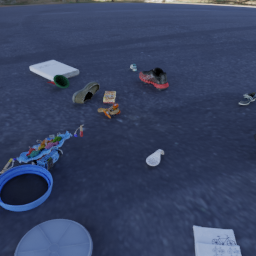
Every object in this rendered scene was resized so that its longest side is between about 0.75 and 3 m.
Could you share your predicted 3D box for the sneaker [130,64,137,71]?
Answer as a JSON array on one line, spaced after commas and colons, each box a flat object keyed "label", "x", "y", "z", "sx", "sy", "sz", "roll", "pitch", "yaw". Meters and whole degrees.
[{"label": "sneaker", "x": 0.387, "y": -3.964, "z": 17.995, "sx": 0.340, "sy": 0.379, "sz": 0.877, "roll": -8, "pitch": 32, "yaw": -14}]

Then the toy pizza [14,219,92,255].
[{"label": "toy pizza", "x": -1.747, "y": 2.935, "z": 6.657, "sx": 1.800, "sy": 0.285, "sz": 1.800, "roll": 1, "pitch": 31, "yaw": -1}]

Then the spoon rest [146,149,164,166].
[{"label": "spoon rest", "x": 0.986, "y": 1.019, "z": 9.834, "sx": 0.471, "sy": 0.287, "sz": 0.948, "roll": 18, "pitch": 34, "yaw": 26}]

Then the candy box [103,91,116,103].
[{"label": "candy box", "x": -0.921, "y": -1.558, "z": 14.115, "sx": 0.547, "sy": 0.262, "sz": 0.948, "roll": 2, "pitch": 30, "yaw": 1}]

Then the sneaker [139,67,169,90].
[{"label": "sneaker", "x": 1.417, "y": -2.936, "z": 15.622, "sx": 0.790, "sy": 1.092, "sz": 2.236, "roll": -22, "pitch": 36, "yaw": -28}]

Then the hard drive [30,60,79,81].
[{"label": "hard drive", "x": -4.585, "y": -3.584, "z": 17.380, "sx": 2.743, "sy": 0.366, "sz": 1.810, "roll": 27, "pitch": 40, "yaw": 37}]

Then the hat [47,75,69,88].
[{"label": "hat", "x": -3.879, "y": -2.360, "z": 15.607, "sx": 0.911, "sy": 0.968, "sz": 1.099, "roll": 5, "pitch": 54, "yaw": -35}]

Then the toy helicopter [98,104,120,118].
[{"label": "toy helicopter", "x": -0.936, "y": -0.762, "z": 12.797, "sx": 1.090, "sy": 0.430, "sz": 0.721, "roll": 5, "pitch": 39, "yaw": 29}]

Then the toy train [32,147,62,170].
[{"label": "toy train", "x": -2.761, "y": 1.014, "z": 9.670, "sx": 0.670, "sy": 0.508, "sz": 1.172, "roll": 21, "pitch": 32, "yaw": 17}]

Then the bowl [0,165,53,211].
[{"label": "bowl", "x": -3.117, "y": 1.779, "z": 8.403, "sx": 1.668, "sy": 0.327, "sz": 1.668, "roll": 3, "pitch": 35, "yaw": -2}]

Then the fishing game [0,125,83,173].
[{"label": "fishing game", "x": -2.817, "y": 0.542, "z": 9.397, "sx": 2.825, "sy": 0.439, "sz": 2.023, "roll": -25, "pitch": 15, "yaw": -3}]

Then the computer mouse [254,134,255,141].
[{"label": "computer mouse", "x": 5.831, "y": 0.716, "z": 10.162, "sx": 2.405, "sy": 0.553, "sz": 1.688, "roll": -4, "pitch": 31, "yaw": -23}]

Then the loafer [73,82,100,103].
[{"label": "loafer", "x": -1.967, "y": -1.703, "z": 14.069, "sx": 0.663, "sy": 0.716, "sz": 1.903, "roll": 25, "pitch": 44, "yaw": 20}]

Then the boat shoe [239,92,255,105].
[{"label": "boat shoe", "x": 5.930, "y": -1.462, "z": 13.833, "sx": 1.270, "sy": 0.393, "sz": 0.475, "roll": -20, "pitch": 36, "yaw": -30}]

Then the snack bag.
[{"label": "snack bag", "x": 2.189, "y": 2.893, "z": 6.882, "sx": 1.085, "sy": 0.123, "sz": 1.151, "roll": 3, "pitch": 31, "yaw": 6}]
